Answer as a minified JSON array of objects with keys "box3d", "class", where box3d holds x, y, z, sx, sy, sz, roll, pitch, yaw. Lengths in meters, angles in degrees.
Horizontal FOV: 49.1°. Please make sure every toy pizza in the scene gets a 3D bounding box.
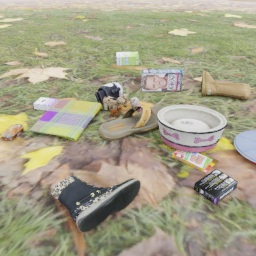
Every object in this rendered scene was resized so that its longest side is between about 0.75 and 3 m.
[{"box3d":[4.515,0.715,9.102,2.080,0.330,2.080,0,31,0],"class":"toy pizza"}]

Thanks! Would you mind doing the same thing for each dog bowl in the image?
[{"box3d":[2.117,-0.002,9.573,2.319,0.855,2.319,1,26,0],"class":"dog bowl"}]

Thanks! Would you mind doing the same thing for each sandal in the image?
[{"box3d":[0.278,-0.376,10.399,2.957,0.799,1.188,-18,36,-26],"class":"sandal"}]

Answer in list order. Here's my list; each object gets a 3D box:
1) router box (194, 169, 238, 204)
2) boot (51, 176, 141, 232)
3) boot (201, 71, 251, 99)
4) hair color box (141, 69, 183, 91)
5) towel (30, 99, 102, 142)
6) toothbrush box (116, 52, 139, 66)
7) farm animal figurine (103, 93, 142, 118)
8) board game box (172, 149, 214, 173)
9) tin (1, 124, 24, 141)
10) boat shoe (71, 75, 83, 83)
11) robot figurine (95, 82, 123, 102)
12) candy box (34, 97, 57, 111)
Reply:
[{"box3d":[2.434,1.590,7.759,0.994,0.254,0.742,-23,39,-32],"class":"router box"},{"box3d":[-0.818,1.614,7.285,2.014,0.727,1.521,-27,39,-35],"class":"boot"},{"box3d":[4.532,-2.000,13.188,2.087,0.690,1.828,5,45,10],"class":"boot"},{"box3d":[1.598,-2.259,13.283,1.894,0.947,0.573,-1,32,0],"class":"hair color box"},{"box3d":[-2.309,-0.416,10.954,1.952,0.310,2.718,8,34,12],"class":"towel"},{"box3d":[-0.029,-4.123,16.649,1.311,0.564,0.955,-2,32,-1],"class":"toothbrush box"},{"box3d":[-0.202,-1.091,11.594,1.495,0.752,1.207,-17,36,-25],"class":"farm animal figurine"},{"box3d":[2.059,0.977,8.851,1.228,0.184,0.586,27,42,32],"class":"board game box"},{"box3d":[-4.174,0.155,10.148,0.521,0.195,0.930,13,34,12],"class":"tin"},{"box3d":[-2.611,-2.491,14.327,0.772,0.243,0.282,24,39,33],"class":"boat shoe"},{"box3d":[-0.827,-1.558,12.306,1.265,0.789,0.950,-27,51,-35],"class":"robot figurine"},{"box3d":[-3.495,-1.019,11.927,0.788,0.282,0.661,8,33,11],"class":"candy box"}]
